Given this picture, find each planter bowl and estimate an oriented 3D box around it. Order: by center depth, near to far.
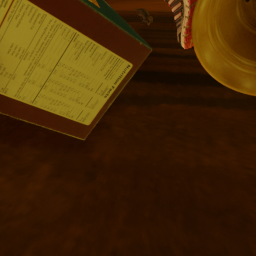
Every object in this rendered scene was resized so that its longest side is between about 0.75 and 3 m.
[{"bbox_3d":[2.589,-1.970,4.731,2.843,2.843,1.184,9,51,14],"label":"planter bowl"}]

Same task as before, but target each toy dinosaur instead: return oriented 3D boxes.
[{"bbox_3d":[0.480,-3.224,8.033,0.290,0.385,0.753,-18,77,-43],"label":"toy dinosaur"}]

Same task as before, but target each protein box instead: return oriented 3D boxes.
[{"bbox_3d":[-1.720,-1.786,4.666,2.945,1.987,2.924,22,26,-39],"label":"protein box"}]

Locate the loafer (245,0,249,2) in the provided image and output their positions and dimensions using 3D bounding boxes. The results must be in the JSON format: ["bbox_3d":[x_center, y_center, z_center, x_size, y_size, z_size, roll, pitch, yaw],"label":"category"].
[{"bbox_3d":[2.590,-2.411,5.853,1.064,2.913,1.034,-14,56,37],"label":"loafer"}]

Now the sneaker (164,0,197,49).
[{"bbox_3d":[1.451,-3.323,7.347,0.953,2.583,1.130,-36,53,-13],"label":"sneaker"}]
